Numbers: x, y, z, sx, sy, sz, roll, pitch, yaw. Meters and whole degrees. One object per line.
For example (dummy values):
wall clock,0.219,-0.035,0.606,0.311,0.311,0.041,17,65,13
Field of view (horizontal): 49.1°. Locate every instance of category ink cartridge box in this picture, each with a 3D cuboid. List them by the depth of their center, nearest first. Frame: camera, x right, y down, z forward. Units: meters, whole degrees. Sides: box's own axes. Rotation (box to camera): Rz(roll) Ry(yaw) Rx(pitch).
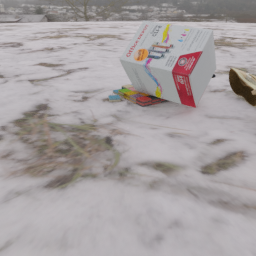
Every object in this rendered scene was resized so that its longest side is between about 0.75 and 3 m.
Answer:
ink cartridge box,1.192,-1.872,8.125,2.186,1.581,1.588,20,71,30

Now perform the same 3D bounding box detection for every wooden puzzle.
wooden puzzle,0.706,-1.227,9.507,2.970,0.209,1.761,-16,29,-31

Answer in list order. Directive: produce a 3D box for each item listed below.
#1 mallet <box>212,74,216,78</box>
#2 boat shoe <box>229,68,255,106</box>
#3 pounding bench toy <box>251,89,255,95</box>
mallet,2.699,-1.808,9.824,0.542,0.339,1.647,32,5,5
boat shoe,3.918,-1.375,9.041,0.653,0.726,2.012,-10,35,-6
pounding bench toy,3.949,-0.811,6.714,0.901,1.131,1.450,-11,-12,-23
